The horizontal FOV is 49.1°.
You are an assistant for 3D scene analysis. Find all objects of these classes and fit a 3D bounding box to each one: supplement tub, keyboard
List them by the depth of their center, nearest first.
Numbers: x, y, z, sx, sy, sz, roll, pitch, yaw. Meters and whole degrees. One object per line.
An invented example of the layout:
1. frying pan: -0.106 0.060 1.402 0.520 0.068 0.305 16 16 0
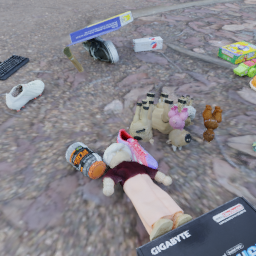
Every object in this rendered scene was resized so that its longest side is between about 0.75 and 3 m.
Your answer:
1. supplement tub: -1.093 0.852 7.264 1.016 0.622 0.622 31 47 34
2. keyboard: -5.303 -2.666 12.059 1.234 0.264 2.056 9 38 11

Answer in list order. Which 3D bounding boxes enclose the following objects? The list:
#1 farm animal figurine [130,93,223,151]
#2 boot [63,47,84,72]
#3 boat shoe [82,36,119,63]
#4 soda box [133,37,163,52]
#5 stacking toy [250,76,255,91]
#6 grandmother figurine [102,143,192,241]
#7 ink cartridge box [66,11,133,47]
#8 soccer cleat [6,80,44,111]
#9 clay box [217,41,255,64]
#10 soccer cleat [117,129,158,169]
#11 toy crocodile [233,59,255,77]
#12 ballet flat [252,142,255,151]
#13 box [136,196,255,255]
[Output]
1. farm animal figurine: 1.100 -0.115 7.914 2.701 1.408 2.671 3 18 -19
2. boot: -2.189 -2.735 11.243 0.297 0.897 0.786 -31 53 7
3. boat shoe: -1.293 -3.441 12.638 0.971 0.987 2.738 -26 35 -14
4. soda box: 0.961 -4.100 13.690 1.416 0.482 0.451 -11 39 -13
5. stacking toy: 5.246 -2.118 10.291 1.142 1.563 1.142 -1 38 0
6. grandmother figurine: 0.169 1.312 6.591 1.749 0.873 2.884 8 27 -34
7. ink cartridge box: -1.193 -4.214 11.836 2.378 0.565 2.406 -11 21 21
8. soccer cleat: -3.597 -1.324 9.956 0.649 0.727 1.874 12 39 15
9. clay box: 5.266 -3.561 13.022 1.903 0.453 1.094 -22 44 -24
10. soccer cleat: 0.214 0.602 7.614 0.511 0.586 1.533 -25 44 -28
11. toy crocodile: 5.264 -2.585 11.646 2.024 0.625 0.683 -17 41 -19
12. ballet flat: 4.411 0.610 7.555 1.933 0.718 0.718 22 43 25
13. box: 1.899 2.744 4.857 2.663 0.662 2.643 -17 42 -21
